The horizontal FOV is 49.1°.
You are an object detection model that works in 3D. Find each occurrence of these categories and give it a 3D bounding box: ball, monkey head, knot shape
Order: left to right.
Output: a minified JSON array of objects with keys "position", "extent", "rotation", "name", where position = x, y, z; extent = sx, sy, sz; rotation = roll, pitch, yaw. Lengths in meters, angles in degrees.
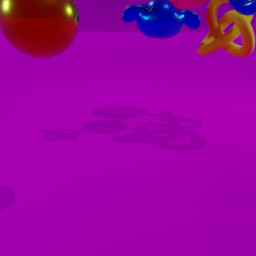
[{"position":[-0.988,-1.234,3.139],"extent":[0.880,0.880,0.880],"rotation":[0,21,0],"name":"ball"},{"position":[0.704,-2.597,6.106],"extent":[1.710,1.230,1.031],"rotation":[2,29,-9],"name":"monkey head"},{"position":[2.503,-2.387,6.878],"extent":[0.783,1.694,1.585],"rotation":[3,38,-34],"name":"knot shape"},{"position":[2.457,-2.992,5.366],"extent":[1.989,0.919,1.861],"rotation":[23,-11,-5],"name":"knot shape"}]

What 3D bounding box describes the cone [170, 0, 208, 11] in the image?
[{"position":[1.187,-3.316,7.664],"extent":[1.603,1.609,1.603],"rotation":[13,52,-17],"name":"cone"}]
